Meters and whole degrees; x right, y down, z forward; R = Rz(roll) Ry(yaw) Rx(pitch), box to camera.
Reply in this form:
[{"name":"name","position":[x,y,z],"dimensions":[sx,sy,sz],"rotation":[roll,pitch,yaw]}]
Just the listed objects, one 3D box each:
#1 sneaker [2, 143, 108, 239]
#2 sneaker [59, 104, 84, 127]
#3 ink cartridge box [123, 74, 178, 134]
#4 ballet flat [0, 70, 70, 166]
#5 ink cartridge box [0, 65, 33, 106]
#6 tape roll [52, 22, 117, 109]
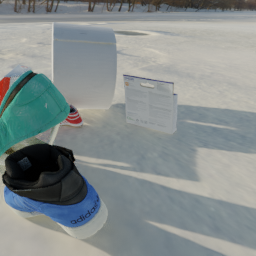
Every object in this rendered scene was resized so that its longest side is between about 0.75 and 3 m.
[{"name":"sneaker","position":[-1.248,0.675,3.736],"dimensions":[2.055,1.143,0.789],"rotation":[6,40,44]},{"name":"sneaker","position":[-1.604,-0.327,7.031],"dimensions":[0.938,0.527,0.334],"rotation":[4,44,19]},{"name":"ink cartridge box","position":[0.533,-0.609,6.708],"dimensions":[1.345,1.347,0.273],"rotation":[16,37,28]},{"name":"ballet flat","position":[-1.926,0.164,4.861],"dimensions":[2.977,1.048,1.002],"rotation":[-32,19,44]},{"name":"ink cartridge box","position":[-2.719,-0.597,6.593],"dimensions":[0.442,1.429,1.762],"rotation":[13,25,-14]},{"name":"tape roll","position":[-1.299,-1.657,7.733],"dimensions":[1.571,2.289,2.289],"rotation":[0,24,-14]}]
